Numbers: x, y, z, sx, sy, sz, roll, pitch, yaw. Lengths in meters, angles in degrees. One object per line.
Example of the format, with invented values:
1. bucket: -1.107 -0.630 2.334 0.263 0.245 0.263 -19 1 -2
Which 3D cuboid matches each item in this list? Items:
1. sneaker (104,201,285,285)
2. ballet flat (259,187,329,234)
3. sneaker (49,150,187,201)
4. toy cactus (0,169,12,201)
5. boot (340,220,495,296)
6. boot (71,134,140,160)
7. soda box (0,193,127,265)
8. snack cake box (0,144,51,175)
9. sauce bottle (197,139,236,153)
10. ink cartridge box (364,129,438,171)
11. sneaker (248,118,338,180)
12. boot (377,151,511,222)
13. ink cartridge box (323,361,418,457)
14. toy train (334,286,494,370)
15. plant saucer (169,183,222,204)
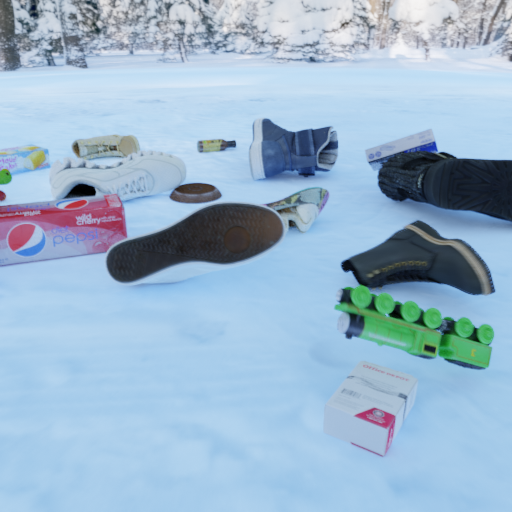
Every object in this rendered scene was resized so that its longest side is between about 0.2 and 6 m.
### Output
1. sneaker: -0.888 -0.187 8.695 2.718 0.989 1.151 -12 -5 3
2. ballet flat: 0.546 -0.744 10.972 2.262 0.782 0.805 -14 45 -19
3. sneaker: -3.064 -1.603 12.592 3.072 1.154 1.245 -9 36 -10
4. toy cactus: -6.509 -1.342 12.132 2.377 1.215 1.961 5 42 6
5. boot: 2.333 0.290 8.341 1.459 0.817 2.109 -24 22 -7
6. boot: -4.429 -3.172 16.480 1.520 0.712 1.956 -18 28 -36
7. soda box: -3.625 -0.472 9.960 2.537 0.888 0.804 -8 25 -19
8. snack cake box: -6.660 -2.600 15.331 0.972 0.568 1.690 21 30 37
9. sauce bottle: -1.240 -3.483 17.628 1.233 0.399 0.399 -9 25 -19
10. ink cartridge box: 3.412 -2.464 13.146 1.566 0.346 0.736 -15 -16 21
11. sneaker: 1.046 -3.064 15.306 2.319 1.220 3.209 -8 32 7
12. boot: 4.551 -1.509 11.926 3.398 1.279 2.541 10 7 -12
13. ink cartridge box: 1.210 1.561 5.865 0.679 0.390 0.934 14 27 29
14. toy train: 1.783 0.834 6.297 2.062 0.582 0.430 16 -9 -16
15. plant saucer: -1.432 -1.507 13.257 1.252 0.216 1.252 1 23 0
